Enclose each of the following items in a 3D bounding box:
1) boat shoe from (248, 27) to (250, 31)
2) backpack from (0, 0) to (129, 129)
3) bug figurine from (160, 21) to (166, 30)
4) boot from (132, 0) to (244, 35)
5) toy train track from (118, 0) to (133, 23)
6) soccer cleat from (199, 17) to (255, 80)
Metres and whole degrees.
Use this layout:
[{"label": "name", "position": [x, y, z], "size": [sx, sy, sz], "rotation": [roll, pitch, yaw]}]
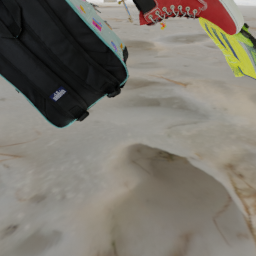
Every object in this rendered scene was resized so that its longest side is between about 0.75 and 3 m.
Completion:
[{"label": "boat shoe", "position": [3.655, -2.827, 9.121], "size": [0.295, 0.977, 0.361], "rotation": [24, 6, -45]}, {"label": "backpack", "position": [-1.330, -1.489, 5.114], "size": [2.060, 2.343, 1.796], "rotation": [-33, 38, 23]}, {"label": "bug figurine", "position": [1.464, -4.578, 11.797], "size": [0.241, 0.938, 0.727], "rotation": [-10, -4, 16]}, {"label": "boot", "position": [1.169, -2.437, 5.988], "size": [2.250, 1.623, 0.815], "rotation": [46, 1, 9]}, {"label": "toy train track", "position": [-0.172, -3.414, 7.740], "size": [0.197, 1.210, 0.694], "rotation": [-32, 47, 3]}, {"label": "soccer cleat", "position": [2.832, -1.943, 7.197], "size": [2.909, 1.217, 0.940], "rotation": [44, 49, 15]}]
